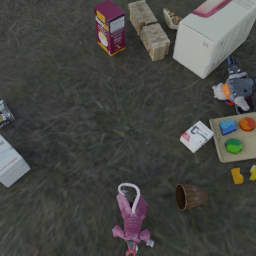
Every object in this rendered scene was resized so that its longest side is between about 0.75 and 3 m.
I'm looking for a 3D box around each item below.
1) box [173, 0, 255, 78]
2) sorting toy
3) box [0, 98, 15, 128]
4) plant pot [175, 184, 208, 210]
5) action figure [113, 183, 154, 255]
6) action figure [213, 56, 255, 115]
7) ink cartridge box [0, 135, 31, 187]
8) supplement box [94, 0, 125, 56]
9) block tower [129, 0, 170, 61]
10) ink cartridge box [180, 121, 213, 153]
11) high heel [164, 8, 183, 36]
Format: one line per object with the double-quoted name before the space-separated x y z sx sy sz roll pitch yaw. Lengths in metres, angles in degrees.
"box" 3.381 -3.724 10.809 1.631 1.914 2.994 40 68 20
"sorting toy" 3.801 0.580 9.175 1.774 0.319 2.381 -8 61 3
"box" -4.581 -0.474 9.895 0.777 0.245 0.985 -33 65 -14
"plant pot" 1.914 2.010 8.283 0.806 0.754 0.754 -1 59 -15
"action figure" 0.198 2.582 7.640 1.176 1.307 1.756 5 46 -4
"action figure" 4.177 -1.787 9.742 2.570 1.390 2.657 -22 64 20
"ink cartridge box" -3.859 1.012 8.675 1.258 0.910 0.914 40 68 20
"supplement box" -0.689 -3.883 10.963 0.770 1.797 0.992 -34 66 -18
"block tower" 0.863 -4.100 11.693 0.758 0.812 2.807 -17 63 -10
"ink cartridge box" 2.307 0.285 9.401 0.894 0.377 0.647 -37 67 -19
"high heel" 2.298 -4.681 12.086 1.136 0.569 1.594 -28 80 -8
